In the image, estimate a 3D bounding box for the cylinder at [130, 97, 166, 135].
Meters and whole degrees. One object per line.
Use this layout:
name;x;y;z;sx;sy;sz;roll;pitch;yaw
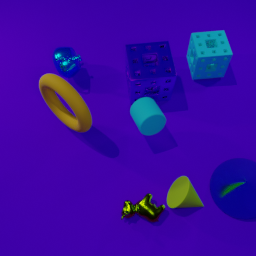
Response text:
cylinder;0.550;-0.327;7.811;0.780;0.780;0.780;-19;47;-9

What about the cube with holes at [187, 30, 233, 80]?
cube with holes;2.634;-2.388;9.227;1.062;1.062;1.062;-5;61;-1

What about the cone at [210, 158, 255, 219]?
cone;2.832;1.399;6.871;1.623;1.629;1.623;-5;73;16

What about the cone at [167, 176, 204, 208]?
cone;1.691;1.911;7.527;0.922;0.919;0.919;31;65;-14

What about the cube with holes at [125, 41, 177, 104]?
cube with holes;0.654;-1.710;8.799;1.328;1.328;1.328;-6;64;-3

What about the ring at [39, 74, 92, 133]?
ring;-1.693;-0.640;7.563;1.868;1.868;0.374;38;64;17

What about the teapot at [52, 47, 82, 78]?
teapot;-1.889;-2.164;9.051;0.814;1.662;1.033;-20;99;8

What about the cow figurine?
cow figurine;0.354;2.193;7.363;1.006;0.552;0.990;39;67;14
